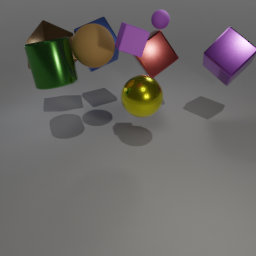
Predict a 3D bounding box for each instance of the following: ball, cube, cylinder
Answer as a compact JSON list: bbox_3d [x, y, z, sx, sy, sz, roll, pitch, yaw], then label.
[{"bbox_3d":[-1.136,-2.705,9.249,1.400,1.400,1.400,0,31,0],"label":"ball"},{"bbox_3d":[-1.295,-3.493,11.807,1.400,1.400,1.400,-28,80,-12],"label":"cube"},{"bbox_3d":[1.237,-4.140,10.691,0.700,0.700,0.700,0,31,0],"label":"ball"},{"bbox_3d":[-3.059,-3.096,11.179,1.400,1.400,1.400,11,59,-44],"label":"cube"},{"bbox_3d":[3.940,-2.754,10.991,1.400,1.400,1.400,46,5,14],"label":"cube"},{"bbox_3d":[0.100,-2.487,7.875,0.700,0.700,0.700,12,23,-18],"label":"cube"},{"bbox_3d":[0.464,-1.045,9.299,1.400,1.400,1.400,0,31,0],"label":"ball"},{"bbox_3d":[-2.435,-2.091,8.994,1.400,1.400,1.400,-9,21,3],"label":"cylinder"},{"bbox_3d":[1.074,-3.160,11.949,1.400,1.400,1.400,-36,18,7],"label":"cube"}]
